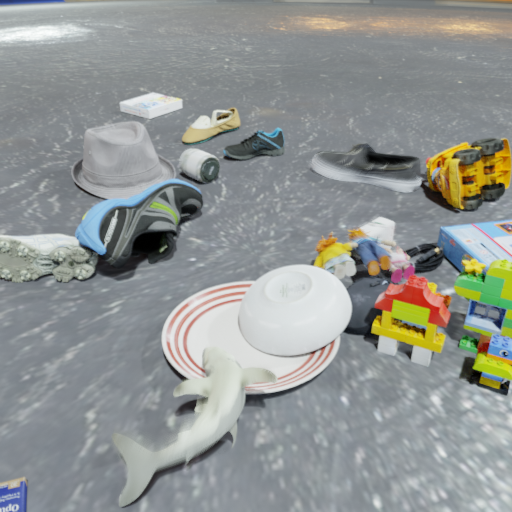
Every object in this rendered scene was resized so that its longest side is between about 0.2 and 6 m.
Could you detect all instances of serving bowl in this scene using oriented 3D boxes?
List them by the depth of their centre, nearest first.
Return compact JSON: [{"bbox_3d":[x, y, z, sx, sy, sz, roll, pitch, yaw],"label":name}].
[{"bbox_3d":[0.512,0.642,8.032,1.653,0.544,1.653,-10,36,7],"label":"serving bowl"}]

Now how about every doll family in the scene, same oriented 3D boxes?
[{"bbox_3d":[1.623,-0.029,9.139,1.856,0.837,1.152,-14,25,-5],"label":"doll family"}]

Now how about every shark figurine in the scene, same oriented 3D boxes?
[{"bbox_3d":[-0.510,1.882,6.142,1.258,0.878,2.105,5,30,27],"label":"shark figurine"}]

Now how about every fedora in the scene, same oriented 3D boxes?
[{"bbox_3d":[-3.109,-2.365,12.910,2.317,1.183,2.620,-14,34,-22],"label":"fedora"}]

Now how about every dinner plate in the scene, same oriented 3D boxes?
[{"bbox_3d":[-0.076,1.139,7.960,2.494,0.302,2.494,1,31,0],"label":"dinner plate"}]

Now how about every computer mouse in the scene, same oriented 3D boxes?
[{"bbox_3d":[2.255,0.353,9.050,0.896,0.520,3.056,22,37,32],"label":"computer mouse"}]

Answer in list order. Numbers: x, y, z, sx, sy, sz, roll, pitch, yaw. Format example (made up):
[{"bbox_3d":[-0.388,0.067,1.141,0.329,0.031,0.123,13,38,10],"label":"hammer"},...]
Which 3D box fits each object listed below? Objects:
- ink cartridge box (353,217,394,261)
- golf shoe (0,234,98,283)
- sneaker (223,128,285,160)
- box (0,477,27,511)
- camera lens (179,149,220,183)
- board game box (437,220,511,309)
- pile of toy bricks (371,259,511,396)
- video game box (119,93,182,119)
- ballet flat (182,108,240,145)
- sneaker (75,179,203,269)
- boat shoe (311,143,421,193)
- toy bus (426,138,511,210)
[{"bbox_3d":[2.119,-0.297,10.082,0.325,0.563,0.771,26,39,38],"label":"ink cartridge box"},{"bbox_3d":[-3.695,-0.036,9.608,1.994,0.781,0.969,7,23,-5],"label":"golf shoe"},{"bbox_3d":[-0.059,-2.862,14.233,1.634,0.669,0.598,-12,33,-18],"label":"sneaker"},{"bbox_3d":[-2.587,2.669,5.571,0.548,0.147,0.904,-10,34,-15],"label":"box"},{"bbox_3d":[-1.298,-2.084,12.940,0.659,0.659,0.824,-26,39,-36],"label":"camera lens"},{"bbox_3d":[4.895,0.038,9.559,2.797,0.512,2.116,-7,32,-11],"label":"board game box"},{"bbox_3d":[3.355,0.694,7.414,3.252,1.606,1.804,15,34,23],"label":"pile of toy bricks"},{"bbox_3d":[-3.306,-4.753,17.693,1.328,0.341,1.457,19,36,33],"label":"video game box"},{"bbox_3d":[-1.281,-3.665,15.577,0.712,0.653,2.073,22,38,35],"label":"ballet flat"},{"bbox_3d":[-1.905,-0.527,10.167,1.283,1.097,3.095,48,31,3],"label":"sneaker"},{"bbox_3d":[2.504,-2.163,12.849,2.618,0.867,0.915,20,40,28],"label":"boat shoe"},{"bbox_3d":[4.348,-1.845,12.189,1.814,1.231,1.742,-25,26,-30],"label":"toy bus"}]
